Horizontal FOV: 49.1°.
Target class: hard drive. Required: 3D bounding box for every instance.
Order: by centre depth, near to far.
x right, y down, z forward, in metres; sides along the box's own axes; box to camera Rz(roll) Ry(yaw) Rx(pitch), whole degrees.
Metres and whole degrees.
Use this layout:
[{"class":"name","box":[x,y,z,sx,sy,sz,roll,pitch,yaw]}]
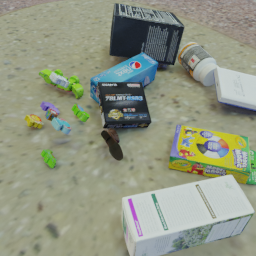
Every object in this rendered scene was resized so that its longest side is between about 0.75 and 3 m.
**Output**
[{"class":"hard drive","box":[4.064,-1.163,9.095,2.442,0.310,1.611,13,46,-3]}]

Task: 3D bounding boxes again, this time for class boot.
[{"class":"boot","box":[-0.338,0.415,7.526,0.315,0.913,0.979,-30,-4,6]}]

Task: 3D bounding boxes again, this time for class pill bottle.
[{"class":"pill bottle","box":[2.685,-2.392,10.531,0.996,0.996,1.712,-15,50,-18]}]

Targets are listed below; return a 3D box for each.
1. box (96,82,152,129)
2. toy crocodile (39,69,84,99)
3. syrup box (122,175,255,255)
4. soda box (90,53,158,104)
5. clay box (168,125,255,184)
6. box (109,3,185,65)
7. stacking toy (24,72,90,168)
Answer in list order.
[{"class":"box","box":[-0.137,-0.706,8.355,1.444,0.359,1.434,-2,67,-20]},{"class":"toy crocodile","box":[-2.340,-1.608,9.835,1.850,0.571,0.624,24,37,17]},{"class":"syrup box","box":[1.090,1.745,5.516,2.359,0.929,0.961,-9,44,-11]},{"class":"soda box","box":[-0.107,-1.685,9.682,2.473,0.839,0.793,-33,61,-30]},{"class":"clay box","box":[2.240,0.652,7.207,2.210,0.526,1.270,9,42,12]},{"class":"box","box":[0.615,-3.916,11.537,2.648,1.645,2.669,8,31,-7]},{"class":"stacking toy","box":[-1.948,-0.271,7.633,0.531,1.705,2.261,18,24,-47]}]
